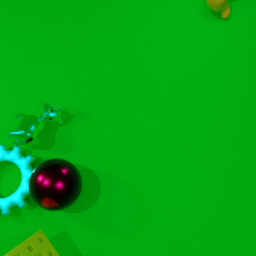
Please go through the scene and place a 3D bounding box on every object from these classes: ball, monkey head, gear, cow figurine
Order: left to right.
[{"bbox_3d":[-3.398,1.435,7.798,1.925,0.356,1.925,0,76,0],"label":"gear"},{"bbox_3d":[-2.543,-0.125,7.896,1.360,0.758,1.382,-4,47,13],"label":"cow figurine"},{"bbox_3d":[-1.873,1.463,7.274,1.358,1.358,1.358,0,76,0],"label":"ball"},{"bbox_3d":[2.962,-4.249,8.823,1.010,1.403,0.846,-24,42,22],"label":"monkey head"}]

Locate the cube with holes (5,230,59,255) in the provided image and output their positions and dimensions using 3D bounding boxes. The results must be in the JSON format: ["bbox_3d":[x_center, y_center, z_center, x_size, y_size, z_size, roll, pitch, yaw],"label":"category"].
[{"bbox_3d":[-2.363,3.376,6.377,1.202,1.202,1.202,-42,82,15],"label":"cube with holes"}]
